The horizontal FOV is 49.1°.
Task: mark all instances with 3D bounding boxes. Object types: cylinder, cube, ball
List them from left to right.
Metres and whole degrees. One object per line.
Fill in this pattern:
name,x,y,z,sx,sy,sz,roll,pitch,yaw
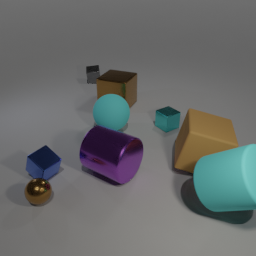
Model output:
ball,-2.377,1.669,7.425,0.700,0.700,0.700,0,30,0
cube,-2.498,1.080,8.278,0.700,0.700,0.700,38,43,15
cube,-1.882,-2.924,15.276,0.700,0.700,0.700,-8,43,-3
ball,-0.628,-0.582,10.598,1.400,1.400,1.400,0,30,0
cylinder,-0.475,0.758,8.337,1.400,1.400,1.400,19,35,29
cube,-0.471,-1.699,12.623,1.400,1.400,1.400,12,32,19
cube,1.550,-0.352,10.990,0.700,0.700,0.700,-20,35,-30
cube,2.302,0.469,8.530,1.400,1.400,1.400,16,34,1
cylinder,2.517,1.204,6.563,1.400,1.400,1.400,-28,1,-39
